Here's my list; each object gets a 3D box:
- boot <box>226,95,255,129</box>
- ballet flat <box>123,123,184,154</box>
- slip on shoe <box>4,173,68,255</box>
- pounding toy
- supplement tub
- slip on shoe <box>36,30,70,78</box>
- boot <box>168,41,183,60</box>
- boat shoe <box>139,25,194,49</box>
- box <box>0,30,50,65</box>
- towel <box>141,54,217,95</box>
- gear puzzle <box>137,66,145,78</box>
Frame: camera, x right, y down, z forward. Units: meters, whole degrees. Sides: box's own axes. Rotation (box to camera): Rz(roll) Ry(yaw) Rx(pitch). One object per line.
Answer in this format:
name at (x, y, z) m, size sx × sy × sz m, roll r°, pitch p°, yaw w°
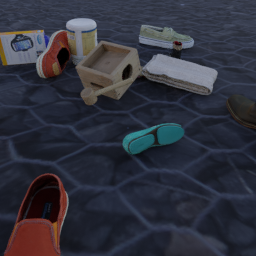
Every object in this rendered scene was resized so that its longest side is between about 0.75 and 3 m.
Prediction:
boot at (3.776, -0.571, 7.542) m, size 1.037 × 1.345 × 2.775 m, roll -14°, pitch 38°, yaw -18°
ballet flat at (0.611, 0.190, 7.196) m, size 1.717 × 0.578 × 0.604 m, roll -16°, pitch 25°, yaw -24°
slip on shoe at (-1.536, 1.880, 4.573) m, size 1.029 × 0.850 × 2.777 m, roll 1°, pitch 37°, yaw -2°
pounding toy at (-0.596, -1.488, 9.111) m, size 2.142 × 1.116 × 2.438 m, roll 22°, pitch 61°, yaw 28°
supplement tub at (-1.832, -3.472, 11.346) m, size 1.174 × 1.623 × 1.174 m, roll 1°, pitch 36°, yaw -1°
slip on shoe at (-2.680, -2.949, 11.069) m, size 0.915 × 1.108 × 2.991 m, roll 0°, pitch 41°, yaw 7°
boot at (1.945, -3.122, 11.493) m, size 0.430 × 0.885 × 1.176 m, roll -2°, pitch 36°, yaw -3°
boat shoe at (1.772, -4.303, 13.189) m, size 2.648 × 0.821 × 0.953 m, roll 11°, pitch 37°, yaw 14°
box at (-4.152, -3.283, 11.426) m, size 2.069 × 1.232 × 0.429 m, roll -8°, pitch 36°, yaw -13°
towel at (1.901, -2.014, 10.150) m, size 2.550 × 0.440 × 1.690 m, roll 19°, pitch 40°, yaw 14°
gear puzzle at (0.843, -2.126, 10.729) m, size 1.641 × 0.215 × 0.850 m, roll -6°, pitch 34°, yaw -13°
